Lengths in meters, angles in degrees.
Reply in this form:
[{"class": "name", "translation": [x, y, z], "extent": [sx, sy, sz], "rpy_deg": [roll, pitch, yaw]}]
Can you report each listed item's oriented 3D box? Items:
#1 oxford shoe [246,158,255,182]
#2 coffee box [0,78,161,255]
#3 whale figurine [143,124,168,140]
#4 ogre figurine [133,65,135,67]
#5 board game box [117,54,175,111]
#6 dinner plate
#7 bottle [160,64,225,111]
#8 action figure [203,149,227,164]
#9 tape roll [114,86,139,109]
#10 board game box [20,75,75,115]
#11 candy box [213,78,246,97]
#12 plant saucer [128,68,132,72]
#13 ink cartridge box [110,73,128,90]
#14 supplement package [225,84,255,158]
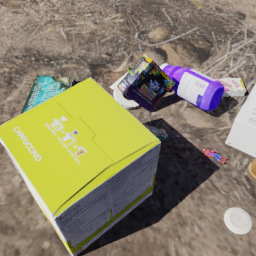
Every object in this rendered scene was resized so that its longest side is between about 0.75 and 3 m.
[{"class": "oxford shoe", "translation": [5.344, 1.455, 8.705], "extent": [2.893, 1.031, 1.032], "rpy_deg": [10, 51, 5]}, {"class": "coffee box", "translation": [-1.260, 1.029, 7.766], "extent": [2.989, 2.956, 2.985], "rpy_deg": [-33, 58, -23]}, {"class": "whale figurine", "translation": [0.586, 0.314, 9.742], "extent": [1.519, 0.788, 1.209], "rpy_deg": [3, 21, -8]}, {"class": "ogre figurine", "translation": [0.616, -2.145, 10.545], "extent": [0.871, 0.427, 0.522], "rpy_deg": [-8, 79, -44]}, {"class": "board game box", "translation": [0.696, -1.571, 10.155], "extent": [1.504, 1.820, 0.516], "rpy_deg": [-49, 52, 11]}, {"class": "dinner plate", "translation": [3.259, 2.720, 8.276], "extent": [0.804, 0.097, 0.804], "rpy_deg": [0, 50, 1]}, {"class": "bottle", "translation": [2.335, -1.720, 10.917], "extent": [0.904, 1.156, 2.768], "rpy_deg": [-12, 37, -41]}, {"class": "action figure", "translation": [2.963, 0.930, 9.639], "extent": [0.826, 0.213, 0.270], "rpy_deg": [26, 58, 23]}, {"class": "tape roll", "translation": [0.019, -1.303, 11.127], "extent": [1.195, 0.218, 1.195], "rpy_deg": [8, 64, -16]}, {"class": "board game box", "translation": [-3.160, -1.169, 11.207], "extent": [1.635, 0.340, 2.417], "rpy_deg": [3, 52, 3]}, {"class": "candy box", "translation": [4.161, -1.689, 11.606], "extent": [1.180, 0.360, 0.805], "rpy_deg": [-1, 51, -2]}, {"class": "plant saucer", "translation": [0.463, -2.250, 11.904], "extent": [1.090, 0.169, 1.090], "rpy_deg": [21, 24, -9]}, {"class": "ink cartridge box", "translation": [-0.129, -1.793, 11.732], "extent": [0.660, 0.305, 1.211], "rpy_deg": [34, 60, 23]}, {"class": "supplement package", "translation": [4.668, -0.362, 9.888], "extent": [1.340, 1.392, 2.447], "rpy_deg": [27, 57, 22]}]
